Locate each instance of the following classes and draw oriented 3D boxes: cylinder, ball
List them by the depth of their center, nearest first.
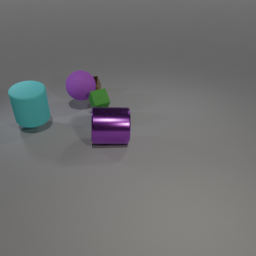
[{"bbox_3d":[-0.657,-0.088,10.588,1.400,1.400,1.400,1,29,-5],"label":"cylinder"},{"bbox_3d":[-3.951,-0.969,11.319,1.400,1.400,1.400,1,39,-1],"label":"cylinder"},{"bbox_3d":[-2.219,-1.997,13.181,1.400,1.400,1.400,0,29,0],"label":"ball"}]

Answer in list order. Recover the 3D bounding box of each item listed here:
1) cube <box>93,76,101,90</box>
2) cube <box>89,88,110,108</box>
[{"bbox_3d":[-1.869,-2.220,14.788,0.700,0.700,0.700,-6,55,10],"label":"cube"},{"bbox_3d":[-1.261,-1.225,12.283,0.700,0.700,0.700,-16,76,-19],"label":"cube"}]
